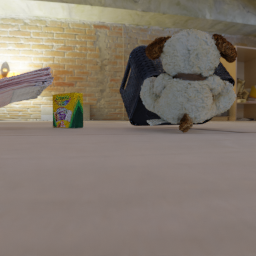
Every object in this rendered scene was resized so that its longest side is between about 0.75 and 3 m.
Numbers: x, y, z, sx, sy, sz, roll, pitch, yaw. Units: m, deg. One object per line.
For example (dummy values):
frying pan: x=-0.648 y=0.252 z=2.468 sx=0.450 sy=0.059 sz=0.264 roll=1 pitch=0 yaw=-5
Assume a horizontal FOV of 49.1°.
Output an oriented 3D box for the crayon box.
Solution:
crayon box: x=-1.619 y=-0.460 z=7.453 sx=1.054 sy=0.910 sz=0.307 roll=2 pitch=4 yaw=44

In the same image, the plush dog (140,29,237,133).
plush dog: x=1.017 y=-0.889 z=4.866 sx=1.824 sy=1.566 sz=1.463 roll=4 pitch=23 yaw=13

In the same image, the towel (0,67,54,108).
towel: x=-3.288 y=-0.628 z=6.502 sx=2.768 sy=0.467 sz=2.898 roll=-21 pitch=8 yaw=-24

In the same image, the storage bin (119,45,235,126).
storage bin: x=1.132 y=-0.969 z=6.846 sx=2.346 sy=1.100 sz=1.586 roll=-1 pitch=-41 yaw=-20
